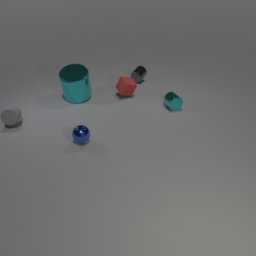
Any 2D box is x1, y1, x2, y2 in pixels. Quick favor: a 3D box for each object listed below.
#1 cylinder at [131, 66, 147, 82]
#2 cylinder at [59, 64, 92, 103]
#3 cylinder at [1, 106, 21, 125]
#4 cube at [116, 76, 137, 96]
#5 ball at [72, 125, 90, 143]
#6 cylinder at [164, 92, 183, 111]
[{"bbox_3d":[0.621,-3.069,15.930,0.700,0.700,0.700,18,51,27],"label":"cylinder"},{"bbox_3d":[-2.558,-2.176,13.744,1.400,1.400,1.400,0,52,0],"label":"cylinder"},{"bbox_3d":[-4.944,-0.533,11.866,0.700,0.700,0.700,-5,17,-8],"label":"cylinder"},{"bbox_3d":[-0.083,-2.127,14.222,0.700,0.700,0.700,2,43,-36],"label":"cube"},{"bbox_3d":[-1.792,0.233,10.723,0.700,0.700,0.700,0,32,0],"label":"ball"},{"bbox_3d":[2.146,-1.267,13.289,0.700,0.700,0.700,-10,33,-16],"label":"cylinder"}]
